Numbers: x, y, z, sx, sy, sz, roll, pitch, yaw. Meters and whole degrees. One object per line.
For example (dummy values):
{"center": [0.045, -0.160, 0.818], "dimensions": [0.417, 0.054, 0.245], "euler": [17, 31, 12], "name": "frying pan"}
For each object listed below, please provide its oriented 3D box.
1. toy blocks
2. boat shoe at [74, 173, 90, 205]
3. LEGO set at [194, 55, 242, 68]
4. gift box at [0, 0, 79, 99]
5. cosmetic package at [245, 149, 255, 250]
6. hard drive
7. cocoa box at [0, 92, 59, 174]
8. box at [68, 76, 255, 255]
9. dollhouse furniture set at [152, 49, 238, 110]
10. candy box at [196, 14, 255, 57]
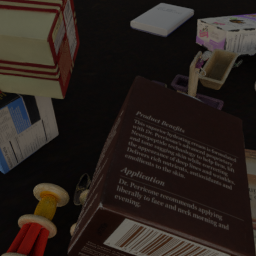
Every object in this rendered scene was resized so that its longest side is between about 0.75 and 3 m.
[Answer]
{"center": [-1.295, 2.189, 5.186], "dimensions": [1.833, 0.799, 2.200], "euler": [6, 43, 7], "name": "toy blocks"}
{"center": [-1.069, 1.401, 6.465], "dimensions": [0.278, 0.231, 0.775], "euler": [9, 43, 10], "name": "boat shoe"}
{"center": [3.319, -2.409, 10.509], "dimensions": [1.119, 0.488, 1.723], "euler": [-5, 17, -45], "name": "LEGO set"}
{"center": [-2.191, -1.985, 5.543], "dimensions": [2.022, 2.166, 1.998], "euler": [6, 56, 2], "name": "gift box"}
{"center": [2.202, 1.486, 5.731], "dimensions": [1.096, 0.925, 2.119], "euler": [8, 48, 8], "name": "cosmetic package"}
{"center": [1.738, -5.378, 13.760], "dimensions": [1.948, 0.375, 2.953], "euler": [24, 48, 24], "name": "hard drive"}
{"center": [-3.559, -0.534, 7.337], "dimensions": [2.815, 1.877, 1.847], "euler": [27, 49, 26], "name": "cocoa box"}
{"center": [0.278, 0.512, 2.546], "dimensions": [1.131, 1.120, 1.364], "euler": [22, 47, -6], "name": "box"}
{"center": [2.152, -2.144, 8.625], "dimensions": [2.315, 2.074, 2.922], "euler": [21, 57, 22], "name": "dollhouse furniture set"}
{"center": [4.577, -3.754, 11.205], "dimensions": [2.904, 1.039, 2.436], "euler": [-8, 32, -9], "name": "candy box"}
